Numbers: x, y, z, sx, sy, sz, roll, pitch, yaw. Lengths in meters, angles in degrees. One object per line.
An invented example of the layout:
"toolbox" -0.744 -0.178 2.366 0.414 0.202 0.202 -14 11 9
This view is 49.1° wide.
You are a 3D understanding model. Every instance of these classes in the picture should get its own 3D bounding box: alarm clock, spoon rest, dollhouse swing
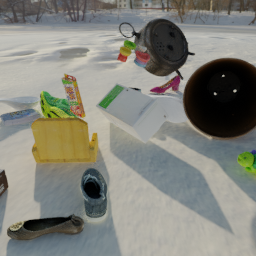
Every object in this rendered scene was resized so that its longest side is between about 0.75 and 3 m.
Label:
"alarm clock" 1.010 -3.045 10.118 2.955 1.993 0.984 17 -19 -21
"spoon rest" -5.001 -0.988 11.995 1.352 0.825 2.721 15 29 30
"dollhouse swing" -1.891 0.155 8.517 1.811 1.592 1.645 -1 25 -1

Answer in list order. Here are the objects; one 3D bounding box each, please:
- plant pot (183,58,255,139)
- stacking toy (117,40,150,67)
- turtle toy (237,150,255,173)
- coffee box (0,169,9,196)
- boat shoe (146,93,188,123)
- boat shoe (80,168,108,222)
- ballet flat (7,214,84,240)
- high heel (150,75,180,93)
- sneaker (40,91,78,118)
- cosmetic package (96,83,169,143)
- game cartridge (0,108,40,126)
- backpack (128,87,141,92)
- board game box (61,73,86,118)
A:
"plant pot" 3.666 -1.347 10.700 2.774 2.774 2.968 7 19 16
"stacking toy" 0.127 -1.790 6.882 0.774 0.327 0.701 19 41 -12
"turtle toy" 3.699 0.940 7.904 1.274 0.644 0.928 -4 25 -8
"coffee box" -3.884 1.416 6.917 1.464 0.583 0.837 3 24 7
"boat shoe" 1.609 -0.966 11.824 0.982 1.040 2.898 -22 25 -38
"boat shoe" -0.827 1.437 6.870 0.690 0.585 1.895 -4 25 -9
"ballet flat" -1.714 2.021 5.844 1.576 0.365 0.531 -2 24 -4
"high heel" 1.994 -2.348 14.931 1.819 0.873 0.613 -8 25 -17
"sneaker" -2.927 -0.830 11.663 1.051 0.932 2.516 -16 38 -35
"cosmetic package" 0.100 -0.613 10.272 1.335 1.052 2.481 -49 39 -11
"game cartridge" -4.424 -0.460 11.510 1.408 0.292 0.937 -16 25 -31
"backpack" 0.232 -1.658 13.612 0.778 0.660 0.876 -19 15 -39
"board game box" -1.718 -1.004 8.797 0.207 1.380 0.659 -31 39 -34
